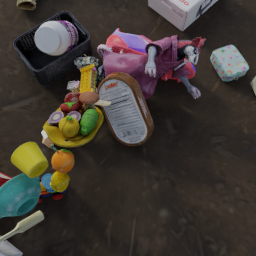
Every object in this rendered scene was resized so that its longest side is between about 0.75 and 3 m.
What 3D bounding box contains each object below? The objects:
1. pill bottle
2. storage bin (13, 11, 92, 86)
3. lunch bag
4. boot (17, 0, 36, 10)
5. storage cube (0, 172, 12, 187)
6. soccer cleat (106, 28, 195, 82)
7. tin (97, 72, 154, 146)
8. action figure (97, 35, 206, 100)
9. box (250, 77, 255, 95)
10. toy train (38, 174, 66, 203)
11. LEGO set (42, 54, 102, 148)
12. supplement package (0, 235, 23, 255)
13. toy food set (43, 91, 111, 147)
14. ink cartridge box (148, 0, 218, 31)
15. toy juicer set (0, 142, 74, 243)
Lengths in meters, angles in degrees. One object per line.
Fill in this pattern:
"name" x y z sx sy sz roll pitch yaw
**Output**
"pill bottle" -2.068 -2.620 8.145 0.935 1.666 0.935 2 112 4
"storage bin" -2.288 -2.481 8.791 2.048 0.960 1.385 -38 76 -13
"lunch bag" 3.252 -2.058 8.941 0.909 0.437 1.134 -21 71 -10
"boot" -3.240 -4.772 9.905 1.445 0.526 1.123 -8 69 -2
"storage cube" -3.685 1.595 7.248 1.133 0.969 1.019 24 77 8
"soccer cleat" 0.735 -2.357 8.807 2.973 0.992 1.137 18 67 10
"tin" -0.067 -0.470 7.661 1.188 0.444 2.122 -15 109 24
"action figure" 0.794 -1.787 7.907 2.939 1.969 2.189 -28 54 22
"box" 5.051 -1.396 8.176 2.196 1.404 1.196 -15 70 -5
"toy train" -2.520 1.585 7.314 1.606 0.929 0.680 -9 69 -4
"LEGO set" -1.315 -0.653 8.306 1.378 1.115 2.997 10 74 35
"supplement package" -3.813 2.954 6.669 1.976 1.183 1.198 32 73 11
"toy food set" -1.185 -0.440 6.594 1.198 0.665 2.036 14 39 8
"ink cartridge box" 2.071 -4.758 9.644 1.706 0.994 2.356 43 75 14
"toy juicer set" -2.221 1.435 6.304 0.752 1.758 2.764 40 109 22
